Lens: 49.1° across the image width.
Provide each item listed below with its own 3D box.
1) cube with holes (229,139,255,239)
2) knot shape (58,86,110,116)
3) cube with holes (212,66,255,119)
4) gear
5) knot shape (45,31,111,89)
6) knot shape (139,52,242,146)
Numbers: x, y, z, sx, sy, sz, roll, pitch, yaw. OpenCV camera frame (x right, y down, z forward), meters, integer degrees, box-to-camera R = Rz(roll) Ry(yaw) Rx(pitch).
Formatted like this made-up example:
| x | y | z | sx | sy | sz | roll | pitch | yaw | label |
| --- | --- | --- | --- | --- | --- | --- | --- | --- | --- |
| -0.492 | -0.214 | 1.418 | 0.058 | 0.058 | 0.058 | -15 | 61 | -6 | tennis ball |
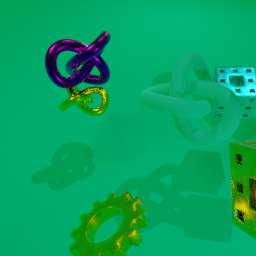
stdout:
| x | y | z | sx | sy | sz | roll | pitch | yaw | label |
| --- | --- | --- | --- | --- | --- | --- | --- | --- | --- |
| 1.591 | 0.573 | 2.590 | 0.870 | 0.870 | 0.870 | -6 | 7 | -14 | cube with holes |
| -1.063 | -0.694 | 6.335 | 1.141 | 0.527 | 1.067 | -6 | 32 | -28 | knot shape |
| 2.301 | -0.763 | 6.151 | 0.823 | 0.823 | 0.823 | 1 | 58 | 9 | cube with holes |
| -0.278 | 1.396 | 3.906 | 1.143 | 0.211 | 1.143 | -26 | 25 | 13 | gear |
| -0.885 | -1.494 | 6.018 | 1.561 | 1.461 | 0.721 | 7 | 47 | -55 | knot shape |
| 1.323 | -0.485 | 5.441 | 1.913 | 0.884 | 1.790 | -32 | 71 | -27 | knot shape |
